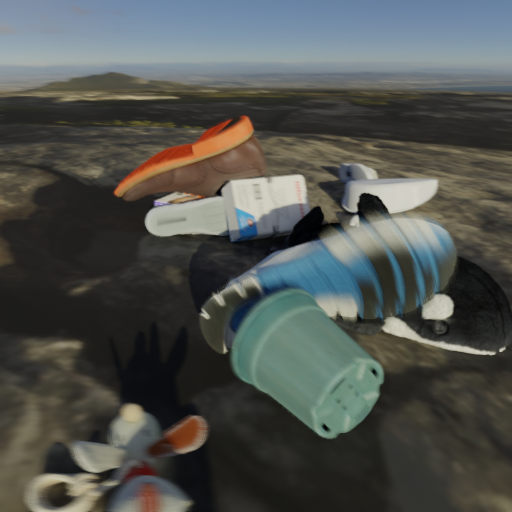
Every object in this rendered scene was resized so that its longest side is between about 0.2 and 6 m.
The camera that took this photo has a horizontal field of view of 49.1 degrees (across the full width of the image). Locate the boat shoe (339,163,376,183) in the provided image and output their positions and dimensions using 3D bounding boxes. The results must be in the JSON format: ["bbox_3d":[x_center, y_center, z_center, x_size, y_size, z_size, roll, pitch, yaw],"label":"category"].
[{"bbox_3d":[2.643,-1.969,13.810,0.641,0.651,1.837,-7,15,-10],"label":"boat shoe"}]

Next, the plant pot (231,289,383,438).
[{"bbox_3d":[0.522,1.037,5.272,1.107,1.107,1.085,-14,32,-33],"label":"plant pot"}]

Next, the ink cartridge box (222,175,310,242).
[{"bbox_3d":[0.195,-0.852,10.071,1.400,1.022,0.590,-7,-7,-22],"label":"ink cartridge box"}]

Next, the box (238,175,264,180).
[{"bbox_3d":[-0.254,-1.364,11.618,0.521,0.888,0.873,24,21,-4],"label":"box"}]

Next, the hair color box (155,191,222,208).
[{"bbox_3d":[-1.365,-1.041,11.512,0.777,0.461,1.422,12,25,22],"label":"hair color box"}]

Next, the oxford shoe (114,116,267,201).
[{"bbox_3d":[-1.386,-1.541,11.093,3.417,1.239,1.216,-15,27,32],"label":"oxford shoe"}]

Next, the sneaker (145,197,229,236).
[{"bbox_3d":[-1.061,-0.757,10.404,2.000,0.731,0.708,-2,13,-15],"label":"sneaker"}]

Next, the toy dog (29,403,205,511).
[{"bbox_3d":[-0.842,1.571,3.970,1.198,0.875,1.817,-16,26,-36],"label":"toy dog"}]

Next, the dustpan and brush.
[{"bbox_3d":[2.430,-1.076,11.457,1.959,0.803,2.807,4,13,30],"label":"dustpan and brush"}]

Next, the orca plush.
[{"bbox_3d":[1.678,-0.211,7.792,2.238,1.512,4.254,-6,21,-16],"label":"orca plush"}]

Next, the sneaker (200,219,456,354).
[{"bbox_3d":[0.756,0.171,6.344,2.843,1.066,1.232,-16,18,11],"label":"sneaker"}]
